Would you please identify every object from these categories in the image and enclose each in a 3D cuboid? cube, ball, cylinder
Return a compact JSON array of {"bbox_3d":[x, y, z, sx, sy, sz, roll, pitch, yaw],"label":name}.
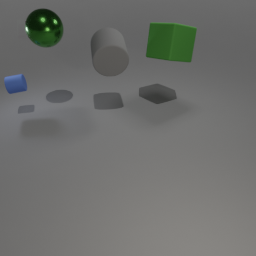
[{"bbox_3d":[1.780,-3.542,11.626,1.400,1.400,1.400,-7,21,-40],"label":"cube"},{"bbox_3d":[-3.158,-3.776,10.620,1.400,1.400,1.400,0,32,0],"label":"ball"},{"bbox_3d":[-0.744,-2.994,11.048,1.400,1.400,1.400,-5,46,-7],"label":"cylinder"},{"bbox_3d":[-4.603,-1.808,11.517,0.700,0.700,0.700,-12,33,-6],"label":"cylinder"}]
